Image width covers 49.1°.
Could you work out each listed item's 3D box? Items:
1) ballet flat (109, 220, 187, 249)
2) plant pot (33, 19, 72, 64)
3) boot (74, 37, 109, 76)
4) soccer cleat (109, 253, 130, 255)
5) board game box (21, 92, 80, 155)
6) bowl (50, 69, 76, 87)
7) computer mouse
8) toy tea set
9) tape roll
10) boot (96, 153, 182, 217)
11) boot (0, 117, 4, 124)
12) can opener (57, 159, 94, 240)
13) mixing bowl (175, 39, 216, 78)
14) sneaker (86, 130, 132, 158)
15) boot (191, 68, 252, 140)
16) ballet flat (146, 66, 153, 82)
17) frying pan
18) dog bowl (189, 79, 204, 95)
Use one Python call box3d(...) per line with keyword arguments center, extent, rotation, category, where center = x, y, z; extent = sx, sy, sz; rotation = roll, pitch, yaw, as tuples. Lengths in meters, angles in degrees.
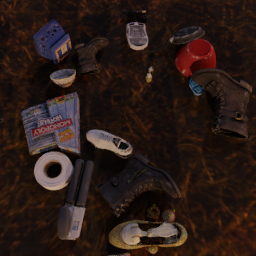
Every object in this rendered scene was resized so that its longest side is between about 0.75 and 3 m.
box3d(center=(0.611, 3.474, 9.220), extent=(2.649, 0.936, 0.936), rotation=(-3, 67, 7), category="ballet flat")
box3d(center=(-3.197, -3.688, 12.248), extent=(1.138, 1.266, 1.266), rotation=(38, 71, 9), category="plant pot")
box3d(center=(-1.518, -3.093, 12.388), extent=(1.746, 0.604, 1.520), rotation=(-18, 71, 0), category="boot")
box3d(center=(-0.497, 4.378, 9.262), extent=(1.146, 0.400, 0.495), rotation=(-29, 70, -11), category="soccer cleat")
box3d(center=(-2.804, 0.067, 10.901), extent=(2.403, 0.741, 2.401), rotation=(-18, 67, -7), category="board game box")
box3d(center=(-2.683, -2.047, 11.833), extent=(1.088, 0.510, 1.088), rotation=(-6, 33, 4), category="bowl")
box3d(center=(0.344, -4.471, 12.960), extent=(1.425, 0.570, 2.598), rotation=(0, 61, -5), category="computer mouse")
box3d(center=(1.075, 3.438, 9.552), extent=(0.955, 0.594, 1.605), rotation=(9, 67, 4), category="toy tea set")
box3d(center=(-2.742, 1.579, 10.406), extent=(1.375, 0.481, 1.375), rotation=(0, 68, 0), category="tape roll")
box3d(center=(0.338, 2.242, 9.837), extent=(2.220, 0.883, 2.550), rotation=(-43, 51, -15), category="boot")
box3d(center=(-5.804, -0.859, 11.355), extent=(2.060, 0.819, 2.366), rotation=(38, 78, 11), category="boot")
box3d(center=(-1.823, 2.414, 9.793), extent=(0.756, 0.948, 2.835), rotation=(9, 67, 4), category="can opener")
box3d(center=(3.030, -3.164, 12.152), extent=(1.827, 0.989, 1.827), rotation=(0, 68, 0), category="mixing bowl")
box3d(center=(-0.707, 0.480, 10.706), extent=(1.909, 0.768, 0.729), rotation=(21, 71, 8), category="sneaker")
box3d(center=(3.698, -0.929, 11.140), extent=(2.831, 0.980, 2.465), rotation=(18, 68, 0), category="boot")
box3d(center=(0.947, -2.374, 12.202), extent=(0.280, 0.280, 0.791), rotation=(13, 68, 5), category="ballet flat")
box3d(center=(2.202, -4.094, 12.691), extent=(2.485, 0.405, 1.503), rotation=(-7, 33, 24), category="frying pan")
box3d(center=(2.910, -1.740, 11.967), extent=(0.446, 0.198, 0.800), rotation=(-24, 70, -10), category="dog bowl")
